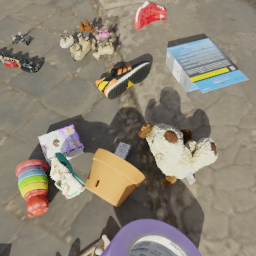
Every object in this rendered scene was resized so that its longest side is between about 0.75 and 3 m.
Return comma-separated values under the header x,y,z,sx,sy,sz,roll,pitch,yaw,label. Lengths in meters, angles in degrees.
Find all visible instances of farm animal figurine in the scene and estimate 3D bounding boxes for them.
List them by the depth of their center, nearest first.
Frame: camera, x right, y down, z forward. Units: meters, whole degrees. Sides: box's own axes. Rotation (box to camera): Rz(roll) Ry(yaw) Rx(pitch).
x,y,z,sx,sy,sz,roll,pitch,yaw,label
-1.690,-3.574,12.193,1.965,1.036,1.987,-36,67,-11,farm animal figurine

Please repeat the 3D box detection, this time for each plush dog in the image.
x,y,z,sx,sy,sz,roll,pitch,yaw,label
1.333,0.603,8.762,2.242,1.799,1.926,13,32,-26,plush dog

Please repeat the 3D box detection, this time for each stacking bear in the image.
x,y,z,sx,sy,sz,roll,pitch,yaw,label
-2.696,1.772,8.103,0.938,0.878,1.544,-16,59,-12,stacking bear

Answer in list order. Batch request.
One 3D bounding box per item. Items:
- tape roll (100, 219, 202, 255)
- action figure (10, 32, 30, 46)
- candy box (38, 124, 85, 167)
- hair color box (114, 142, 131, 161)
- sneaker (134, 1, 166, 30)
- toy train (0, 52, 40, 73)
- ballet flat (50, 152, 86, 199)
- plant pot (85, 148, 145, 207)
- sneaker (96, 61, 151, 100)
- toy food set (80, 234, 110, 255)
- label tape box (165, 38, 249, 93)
x,y,z,sx,sy,sz,roll,pitch,yaw,label
0.528,3.341,6.045,2.485,1.056,2.485,19,36,-14,tape roll
-5.016,-4.114,12.864,0.986,0.503,0.586,15,64,9,action figure
-2.194,0.563,9.245,1.225,0.438,1.028,-20,55,-16,candy box
-0.228,0.877,9.125,0.401,0.243,0.802,17,54,13,hair color box
1.166,-5.496,13.710,1.302,0.883,2.253,15,55,13,sneaker
-4.927,-2.796,11.906,2.499,0.426,0.572,17,66,12,toy train
-1.816,1.276,7.765,0.640,0.758,2.004,-46,32,-7,ballet flat
-0.473,1.476,7.966,1.594,1.594,1.116,27,74,19,plant pot
-0.173,-2.147,11.089,2.439,0.853,1.097,-38,64,-23,sneaker
-0.956,3.633,6.792,1.763,0.533,1.265,-30,58,-21,toy food set
3.006,-2.267,11.156,2.029,0.890,2.814,-17,54,-13,label tape box
